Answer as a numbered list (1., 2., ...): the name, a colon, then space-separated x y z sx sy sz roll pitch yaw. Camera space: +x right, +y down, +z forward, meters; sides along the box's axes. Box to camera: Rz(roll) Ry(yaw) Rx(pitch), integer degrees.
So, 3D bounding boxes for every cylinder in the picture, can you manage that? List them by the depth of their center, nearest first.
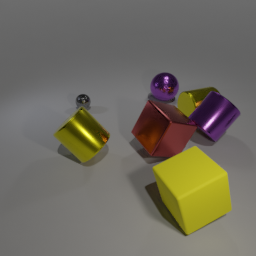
1. cylinder: -1.567 0.220 9.578 1.400 1.400 1.400 -41 14 12
2. cylinder: 3.239 -0.439 10.615 1.400 1.400 1.400 40 6 -5
3. cylinder: 3.067 -0.983 12.004 1.400 1.400 1.400 -12 34 -20

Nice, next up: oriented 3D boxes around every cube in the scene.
1. cube: 1.685 1.603 7.427 1.400 1.400 1.400 -25 32 -10
2. cube: 1.240 0.046 9.787 1.400 1.400 1.400 7 30 -39

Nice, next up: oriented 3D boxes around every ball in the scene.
1. ball: -2.068 -1.219 12.896 0.700 0.700 0.700 0 32 0
2. ball: 1.777 -2.001 13.627 1.400 1.400 1.400 0 32 0
